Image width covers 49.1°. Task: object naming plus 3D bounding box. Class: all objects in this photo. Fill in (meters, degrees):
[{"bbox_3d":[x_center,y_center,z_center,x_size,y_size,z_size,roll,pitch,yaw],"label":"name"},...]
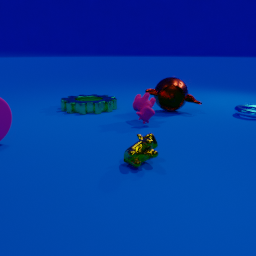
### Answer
[{"bbox_3d":[1.571,-1.114,9.767,1.972,1.226,0.966,11,21,1],"label":"teapot"},{"bbox_3d":[0.436,-0.578,8.380,0.533,0.955,0.970,38,-21,-30],"label":"cow figurine"},{"bbox_3d":[0.245,0.428,5.536,0.882,0.484,0.868,-30,10,-19],"label":"cow figurine"},{"bbox_3d":[-3.467,-0.265,6.319,1.151,1.151,1.151,15,21,28],"label":"cylinder"},{"bbox_3d":[-1.457,-0.917,10.507,2.067,0.382,2.067,0,16,0],"label":"gear"},{"bbox_3d":[4.174,-0.553,9.365,1.196,0.239,1.196,3,16,-1],"label":"ring"}]
